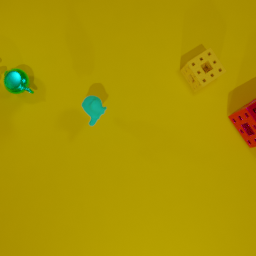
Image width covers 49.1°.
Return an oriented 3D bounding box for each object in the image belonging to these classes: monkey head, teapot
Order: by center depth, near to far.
[{"bbox_3d":[-1.019,-0.503,7.810,0.652,1.083,0.779,35,80,-22],"label":"monkey head"},{"bbox_3d":[-3.406,-1.440,8.618,1.265,0.619,0.786,37,94,8],"label":"teapot"}]

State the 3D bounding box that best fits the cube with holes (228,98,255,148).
[{"bbox_3d":[3.980,-0.271,8.212,1.188,1.188,1.188,-32,84,-8],"label":"cube with holes"}]

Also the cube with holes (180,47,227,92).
[{"bbox_3d":[2.264,-1.739,8.532,0.850,0.850,0.850,-33,88,-4],"label":"cube with holes"}]
